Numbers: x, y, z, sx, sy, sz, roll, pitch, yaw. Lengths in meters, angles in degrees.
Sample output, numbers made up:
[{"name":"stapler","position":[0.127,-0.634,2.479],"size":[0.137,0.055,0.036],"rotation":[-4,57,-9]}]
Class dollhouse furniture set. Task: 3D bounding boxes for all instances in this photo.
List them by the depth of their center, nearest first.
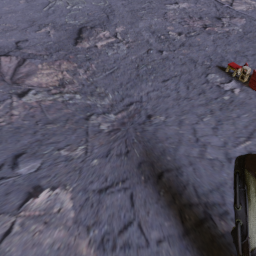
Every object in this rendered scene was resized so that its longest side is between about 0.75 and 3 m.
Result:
[{"name":"dollhouse furniture set","position":[3.996,-1.839,8.985],"size":[0.789,0.596,1.465],"rotation":[-21,47,-21]}]

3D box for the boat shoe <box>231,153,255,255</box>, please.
[{"name":"boat shoe","position":[2.023,1.626,4.236],"size":[0.933,2.548,0.826],"rotation":[4,-2,-33]}]
